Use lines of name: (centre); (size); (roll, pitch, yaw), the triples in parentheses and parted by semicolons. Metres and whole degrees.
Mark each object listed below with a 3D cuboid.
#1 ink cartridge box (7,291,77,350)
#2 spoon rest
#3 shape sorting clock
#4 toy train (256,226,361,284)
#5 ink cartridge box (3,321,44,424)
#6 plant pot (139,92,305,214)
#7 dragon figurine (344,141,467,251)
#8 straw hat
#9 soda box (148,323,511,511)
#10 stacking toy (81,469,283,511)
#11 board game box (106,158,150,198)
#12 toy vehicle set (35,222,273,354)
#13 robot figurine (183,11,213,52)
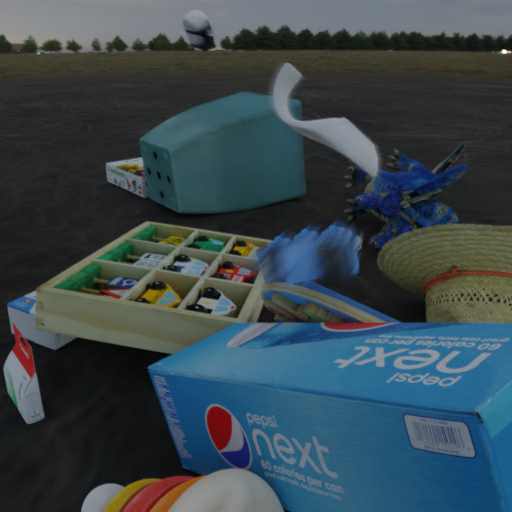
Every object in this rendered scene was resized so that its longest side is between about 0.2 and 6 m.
ink cartridge box: (-2.717, 0.762, 7.951); (0.886, 0.519, 1.209); (12, 26, 27)
spoon rest: (0.846, -1.663, 7.239); (0.986, 0.601, 1.984); (17, 32, -56)
shape sorting clock: (1.101, 0.976, 5.767); (2.443, 2.443, 0.479); (16, 72, 34)
toy train: (0.424, 0.008, 4.621); (0.893, 0.387, 0.510); (-11, 15, 13)
ink cartridge box: (-2.619, 1.283, 6.197); (0.229, 0.913, 0.735); (-18, 28, -33)
plant pot: (-0.856, -2.285, 13.163); (3.284, 2.320, 2.321); (-23, 31, -31)
dragon figurine: (3.492, -1.281, 11.670); (4.810, 1.415, 2.391); (-16, 27, -32)
straw hat: (2.854, 0.648, 7.304); (2.665, 2.665, 1.128); (6, 66, 14)
soda box: (0.565, 1.226, 4.397); (1.181, 1.117, 3.482); (-23, 9, -37)
stacking toy: (-0.759, 2.162, 4.263); (1.789, 1.307, 1.307); (-5, 13, 44)
board game box: (-2.088, -2.322, 15.211); (3.309, 0.573, 2.089); (-17, 27, -35)
toy vehicle set: (-1.070, 0.300, 8.083); (2.434, 0.519, 3.917); (9, 16, 5)
robot figurine: (-1.301, -5.067, 12.629); (0.677, 0.901, 0.562); (-5, 61, 13)
